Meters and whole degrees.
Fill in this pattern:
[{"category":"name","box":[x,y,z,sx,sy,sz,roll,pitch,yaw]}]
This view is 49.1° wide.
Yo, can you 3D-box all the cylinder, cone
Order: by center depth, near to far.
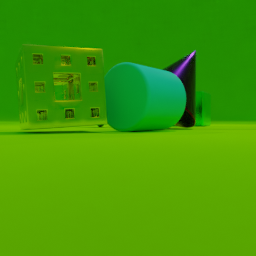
[{"category":"cylinder","box":[0.262,-0.507,4.916,1.119,1.119,1.119,1,2,41]},{"category":"cone","box":[1.198,-1.154,6.578,1.677,1.683,1.677,30,-11,7]}]

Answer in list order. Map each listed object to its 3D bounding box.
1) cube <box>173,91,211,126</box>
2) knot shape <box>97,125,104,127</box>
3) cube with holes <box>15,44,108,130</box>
[{"category":"cube","box":[2.228,-0.655,9.909,1.156,1.156,1.156,1,2,28]},{"category":"knot shape","box":[-0.775,-0.536,8.205,1.302,0.643,1.391,-28,18,40]},{"category":"cube with holes","box":[-1.116,-0.582,4.525,1.153,1.153,1.153,-4,1,-26]}]
